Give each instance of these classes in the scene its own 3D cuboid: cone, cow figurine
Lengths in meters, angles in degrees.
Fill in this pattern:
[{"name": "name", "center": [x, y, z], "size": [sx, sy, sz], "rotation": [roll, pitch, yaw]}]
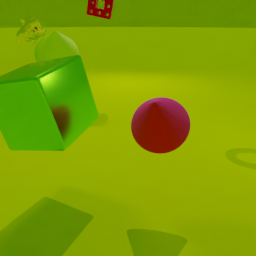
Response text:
[{"name": "cone", "center": [0.436, -0.193, 4.114], "size": [0.964, 0.964, 0.967], "rotation": [5, -16, 13]}, {"name": "cone", "center": [-2.430, -2.859, 9.469], "size": [1.588, 1.588, 1.594], "rotation": [-5, -11, -13]}, {"name": "cow figurine", "center": [-3.463, -3.374, 9.764], "size": [1.325, 0.739, 1.346], "rotation": [6, 52, 38]}]

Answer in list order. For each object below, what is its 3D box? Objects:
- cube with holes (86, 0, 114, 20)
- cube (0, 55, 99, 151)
[{"name": "cube with holes", "center": [-0.931, -4.253, 9.649], "size": [0.820, 0.820, 0.820], "rotation": [10, 21, -5]}, {"name": "cube", "center": [-1.353, -0.406, 4.563], "size": [1.156, 1.156, 1.156], "rotation": [-2, 27, 26]}]
